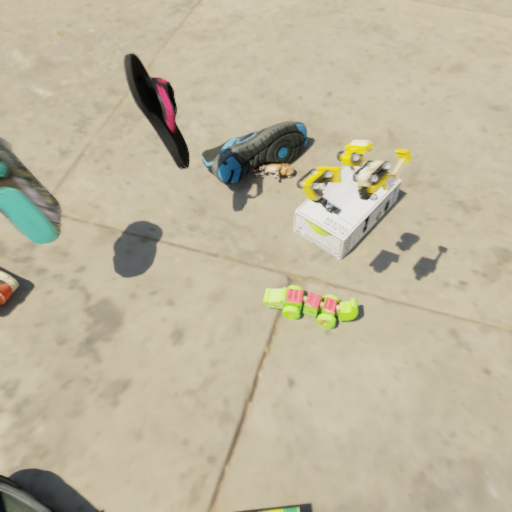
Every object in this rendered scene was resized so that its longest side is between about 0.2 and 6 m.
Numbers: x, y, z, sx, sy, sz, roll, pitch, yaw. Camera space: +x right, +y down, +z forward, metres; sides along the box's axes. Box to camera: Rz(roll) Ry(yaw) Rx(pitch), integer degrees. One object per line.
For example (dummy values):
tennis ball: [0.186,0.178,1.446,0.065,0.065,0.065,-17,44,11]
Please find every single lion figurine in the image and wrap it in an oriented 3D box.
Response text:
lion figurine: [0.383,-1.991,12.895,0.940,0.341,0.576,16,34,19]

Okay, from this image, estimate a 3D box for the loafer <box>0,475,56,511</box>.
loafer: [-2.950,4.201,7.674,3.366,1.182,1.143,31,59,21]

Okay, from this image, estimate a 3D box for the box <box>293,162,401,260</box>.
box: [1.958,-1.067,11.986,1.290,0.665,2.211,35,61,23]

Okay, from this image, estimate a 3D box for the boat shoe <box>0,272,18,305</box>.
boat shoe: [-5.795,0.252,10.862,2.507,0.892,0.784,27,56,16]

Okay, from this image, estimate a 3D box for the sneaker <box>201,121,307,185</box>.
sneaker: [-0.012,-2.557,12.924,2.665,0.976,1.092,-25,39,-25]

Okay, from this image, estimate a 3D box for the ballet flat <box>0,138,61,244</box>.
ballet flat: [-3.983,-1.292,8.758,0.936,2.603,0.936,-17,42,16]

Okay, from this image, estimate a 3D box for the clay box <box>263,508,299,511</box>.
clay box: [-0.147,4.394,7.922,2.332,0.555,1.340,-6,54,-3]

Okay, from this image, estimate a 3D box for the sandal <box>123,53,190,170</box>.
sandal: [-1.561,-2.531,9.738,0.534,2.372,0.891,-13,48,16]

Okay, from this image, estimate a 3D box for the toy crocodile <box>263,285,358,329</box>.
toy crocodile: [1.019,0.904,10.569,1.792,0.553,0.605,13,54,10]

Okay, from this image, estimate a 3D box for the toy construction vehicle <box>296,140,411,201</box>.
toy construction vehicle: [1.377,-1.121,7.735,1.112,0.450,1.277,13,46,45]
